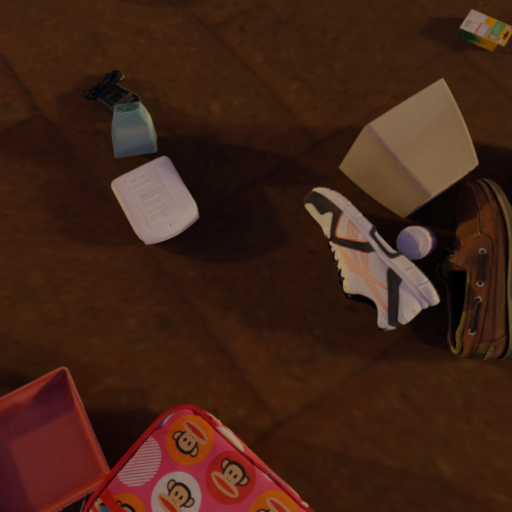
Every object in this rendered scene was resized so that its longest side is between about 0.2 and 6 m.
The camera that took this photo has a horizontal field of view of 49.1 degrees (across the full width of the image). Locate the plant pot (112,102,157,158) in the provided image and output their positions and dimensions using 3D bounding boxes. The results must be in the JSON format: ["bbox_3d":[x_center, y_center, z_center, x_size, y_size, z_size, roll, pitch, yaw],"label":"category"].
[{"bbox_3d":[-2.178,-2.254,9.810,0.738,0.751,0.736,-9,37,-4],"label":"plant pot"}]

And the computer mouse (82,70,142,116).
[{"bbox_3d":[-2.571,-2.914,10.508,0.896,0.341,1.294,-40,61,-16],"label":"computer mouse"}]

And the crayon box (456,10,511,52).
[{"bbox_3d":[4.588,-4.486,11.217,0.940,0.242,0.591,30,70,13],"label":"crayon box"}]

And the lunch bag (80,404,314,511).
[{"bbox_3d":[-0.739,3.646,7.186,2.871,1.176,2.529,38,76,16],"label":"lunch bag"}]

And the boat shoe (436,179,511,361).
[{"bbox_3d":[3.390,0.114,8.723,1.021,1.080,3.003,1,66,-1],"label":"boat shoe"}]

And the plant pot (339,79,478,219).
[{"bbox_3d":[2.609,-1.603,9.292,1.639,1.638,1.451,-32,81,-13],"label":"plant pot"}]

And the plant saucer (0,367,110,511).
[{"bbox_3d":[-3.182,2.803,7.947,1.829,0.336,1.826,-27,69,-11],"label":"plant saucer"}]

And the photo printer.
[{"bbox_3d":[-1.677,-0.903,9.493,1.126,0.470,1.353,-29,71,-10],"label":"photo printer"}]

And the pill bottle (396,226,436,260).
[{"bbox_3d":[2.597,-0.218,8.958,0.520,0.869,0.520,2,95,28],"label":"pill bottle"}]

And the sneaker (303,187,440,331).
[{"bbox_3d":[1.549,0.000,8.833,1.098,1.012,2.745,-42,63,5],"label":"sneaker"}]
